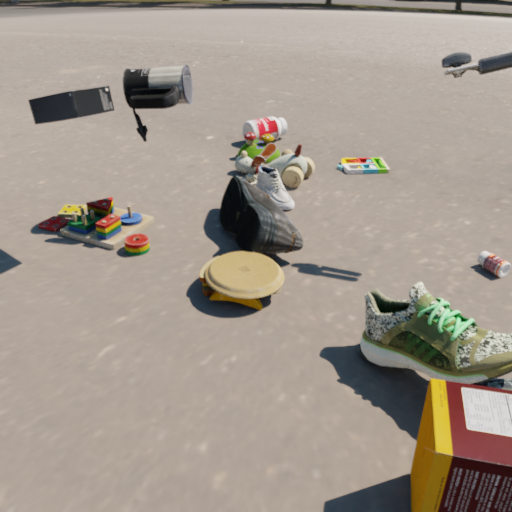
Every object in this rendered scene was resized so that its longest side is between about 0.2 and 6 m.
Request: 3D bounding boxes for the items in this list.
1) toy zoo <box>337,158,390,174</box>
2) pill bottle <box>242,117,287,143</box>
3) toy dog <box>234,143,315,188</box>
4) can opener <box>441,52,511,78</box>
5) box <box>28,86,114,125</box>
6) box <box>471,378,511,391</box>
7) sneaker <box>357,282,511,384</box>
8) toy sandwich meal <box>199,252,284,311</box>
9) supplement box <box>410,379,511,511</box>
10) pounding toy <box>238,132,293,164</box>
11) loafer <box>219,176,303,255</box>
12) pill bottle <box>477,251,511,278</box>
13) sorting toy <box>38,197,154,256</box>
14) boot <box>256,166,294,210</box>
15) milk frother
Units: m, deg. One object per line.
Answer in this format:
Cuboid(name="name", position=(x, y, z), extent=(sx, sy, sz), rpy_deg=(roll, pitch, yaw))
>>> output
Cuboid(name="toy zoo", position=(2.940, -2.522, 15.671), extent=(1.379, 0.141, 0.905), rpy_deg=(-1, 31, -3))
Cuboid(name="pill bottle", position=(0.292, -3.936, 17.497), extent=(1.302, 0.731, 0.731), rpy_deg=(-18, 35, -28))
Cuboid(name="toy dog", position=(0.479, -2.528, 14.788), extent=(2.168, 1.044, 1.430), rpy_deg=(1, 30, 2))
Cuboid(name="can opener", position=(4.031, -3.479, 9.895), extent=(1.424, 0.476, 0.380), rpy_deg=(-9, 3, 18))
Cuboid(name="box", position=(-3.422, -2.791, 10.377), extent=(1.268, 0.500, 0.895), rpy_deg=(2, 19, 34))
Cuboid(name="box", position=(3.323, 2.163, 7.228), extent=(1.035, 0.653, 1.053), rpy_deg=(2, 30, 6))
Cuboid(name="sneaker", position=(2.493, 1.001, 7.888), extent=(1.050, 1.210, 2.731), rpy_deg=(-27, 18, -40))
Cuboid(name="toy sandwich meal", position=(-0.275, 0.464, 10.274), extent=(1.603, 0.549, 1.603), rpy_deg=(3, 32, -2))
Cuboid(name="supplement box", position=(2.570, 2.355, 5.952), extent=(1.603, 1.581, 1.064), rpy_deg=(7, 31, 11))
Cuboid(name="pounding toy", position=(0.200, -3.154, 16.150), extent=(1.242, 0.746, 1.608), rpy_deg=(-23, 37, -34))
Cuboid(name="loafer", position=(0.009, -0.823, 12.107), extent=(1.133, 1.141, 3.134), rpy_deg=(14, 25, -24))
Cuboid(name="pill bottle", position=(4.635, 0.155, 10.935), extent=(0.326, 0.326, 0.572), rpy_deg=(-15, 34, -24))
Cuboid(name="sorting toy", position=(-3.394, -0.846, 12.464), extent=(3.053, 0.516, 1.472), rpy_deg=(14, 33, 23))
Cuboid(name="boot", position=(0.427, -1.697, 13.696), extent=(0.556, 0.723, 1.512), rpy_deg=(-17, 34, -26))
Cuboid(name="milk frother", position=(-2.029, -3.223, 11.905), extent=(1.308, 1.391, 1.255), rpy_deg=(-1, 59, 8))
